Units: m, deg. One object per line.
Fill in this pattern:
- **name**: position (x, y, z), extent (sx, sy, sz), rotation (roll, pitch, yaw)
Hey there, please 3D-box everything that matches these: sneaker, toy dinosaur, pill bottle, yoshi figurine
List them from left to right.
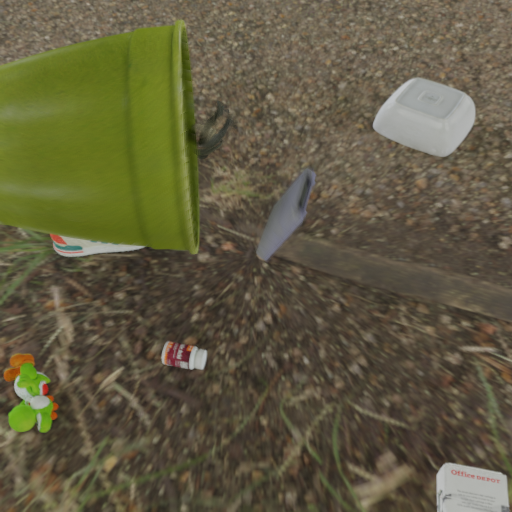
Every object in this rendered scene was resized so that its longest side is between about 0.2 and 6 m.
- **yoshi figurine**: position (-3.358, 2.033, 8.059), extent (0.671, 0.674, 1.199), rotation (-34, 59, -6)
- **sneaker**: position (-2.644, -0.622, 9.997), extent (2.146, 1.003, 0.755), rotation (-10, 50, -8)
- **pill bottle**: position (-1.100, 1.542, 8.603), extent (0.624, 0.356, 0.356), rotation (9, 51, 7)
- **toy dinosaur**: position (-0.779, -2.255, 10.099), extent (0.459, 1.935, 0.853), rotation (40, 83, 2)

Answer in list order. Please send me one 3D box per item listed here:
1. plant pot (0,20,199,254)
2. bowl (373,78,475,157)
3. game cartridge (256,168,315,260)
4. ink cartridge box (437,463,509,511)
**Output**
- **plant pot**: position (-2.610, -1.668, 8.421), extent (3.289, 3.416, 3.416), rotation (-2, 50, -3)
- **bowl**: position (3.767, -3.202, 12.376), extent (1.924, 0.718, 1.921), rotation (28, 55, 23)
- **game cartridge**: position (0.435, -0.591, 7.843), extent (0.264, 0.891, 1.375), rotation (31, 36, -8)
- **ink cartridge box**: position (2.727, 3.287, 7.066), extent (0.792, 0.457, 1.089), rotation (9, 51, 7)
